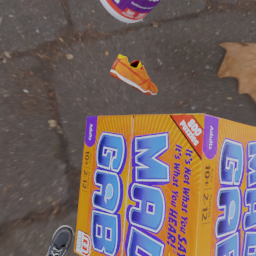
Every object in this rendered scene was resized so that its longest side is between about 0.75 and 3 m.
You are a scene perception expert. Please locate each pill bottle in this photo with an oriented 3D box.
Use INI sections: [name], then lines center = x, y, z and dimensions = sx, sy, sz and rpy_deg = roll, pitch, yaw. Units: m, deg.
[pill bottle]
center = 0.533, -3.875, 6.566
dimensions = 1.590, 2.828, 1.590
rpy_deg = 12, 69, -31

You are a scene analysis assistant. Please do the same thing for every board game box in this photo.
[board game box]
center = 0.741, 0.992, 4.399
dimensions = 2.170, 2.172, 2.170
rpy_deg = 1, 85, 46

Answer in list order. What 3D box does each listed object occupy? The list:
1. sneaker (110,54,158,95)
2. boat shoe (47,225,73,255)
[sneaker]
center = 0.198, -0.847, 4.648
dimensions = 0.417, 1.141, 0.440
rpy_deg = 32, 97, 37
[boat shoe]
center = -1.285, 2.280, 5.171
dimensions = 0.379, 0.327, 1.042
rpy_deg = 22, 106, -14
